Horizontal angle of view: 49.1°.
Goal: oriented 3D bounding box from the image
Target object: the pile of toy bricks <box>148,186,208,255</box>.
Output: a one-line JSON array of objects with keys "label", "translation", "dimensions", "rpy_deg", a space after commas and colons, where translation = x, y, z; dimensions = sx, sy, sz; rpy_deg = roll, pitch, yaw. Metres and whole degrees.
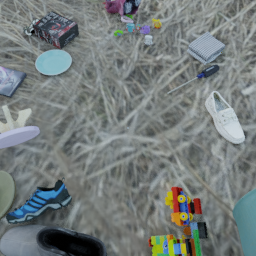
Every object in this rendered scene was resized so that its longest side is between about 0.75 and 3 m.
[{"label": "pile of toy bricks", "translation": [1.138, 3.027, 7.100], "dimensions": [1.389, 1.561, 2.814], "rpy_deg": [-16, 65, 30]}]

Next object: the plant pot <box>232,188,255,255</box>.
[{"label": "plant pot", "translation": [3.801, 2.675, 6.648], "dimensions": [2.475, 2.475, 2.326], "rpy_deg": [-13, 42, -8]}]

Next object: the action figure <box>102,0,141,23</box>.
[{"label": "action figure", "translation": [-0.372, -5.488, 12.773], "dimensions": [2.080, 1.549, 1.393], "rpy_deg": [15, 15, 41]}]

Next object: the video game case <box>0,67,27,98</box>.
[{"label": "video game case", "translation": [-4.965, -1.850, 10.798], "dimensions": [1.707, 0.162, 1.219], "rpy_deg": [15, 58, 10]}]

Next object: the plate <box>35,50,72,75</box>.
[{"label": "plate", "translation": [-2.978, -2.607, 11.274], "dimensions": [1.437, 0.184, 1.437], "rpy_deg": [0, 56, 0]}]

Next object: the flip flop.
[{"label": "flip flop", "translation": [-4.180, 2.326, 7.647], "dimensions": [1.117, 0.793, 2.754], "rpy_deg": [27, 57, 17]}]

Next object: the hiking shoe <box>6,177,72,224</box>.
[{"label": "hiking shoe", "translation": [-2.516, 2.028, 7.789], "dimensions": [1.815, 0.675, 0.787], "rpy_deg": [-20, 93, -11]}]

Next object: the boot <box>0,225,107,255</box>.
[{"label": "boot", "translation": [-1.898, 2.730, 6.736], "dimensions": [2.928, 1.927, 1.022], "rpy_deg": [5, 59, 3]}]

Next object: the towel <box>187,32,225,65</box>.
[{"label": "towel", "translation": [3.230, -3.292, 11.495], "dimensions": [1.298, 0.555, 1.075], "rpy_deg": [-38, 65, -22]}]

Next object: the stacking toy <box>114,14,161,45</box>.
[{"label": "stacking toy", "translation": [0.421, -4.345, 12.304], "dimensions": [1.833, 0.431, 1.382], "rpy_deg": [14, 56, 12]}]

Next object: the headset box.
[{"label": "headset box", "translation": [-3.017, -4.190, 12.034], "dimensions": [1.666, 0.625, 1.238], "rpy_deg": [30, 62, 18]}]

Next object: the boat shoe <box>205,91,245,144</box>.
[{"label": "boat shoe", "translation": [3.293, -0.407, 9.520], "dimensions": [0.719, 0.703, 2.029], "rpy_deg": [-19, 59, -12]}]

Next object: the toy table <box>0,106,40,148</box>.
[{"label": "toy table", "translation": [-3.729, -0.026, 8.961], "dimensions": [1.545, 1.420, 0.905], "rpy_deg": [-15, 73, -30]}]

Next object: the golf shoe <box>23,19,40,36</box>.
[{"label": "golf shoe", "translation": [-4.149, -4.421, 12.394], "dimensions": [0.469, 0.386, 0.994], "rpy_deg": [35, 66, 4]}]

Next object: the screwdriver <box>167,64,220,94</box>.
[{"label": "screwdriver", "translation": [2.477, -1.883, 10.676], "dimensions": [2.513, 0.350, 0.366], "rpy_deg": [-24, 88, -18]}]
